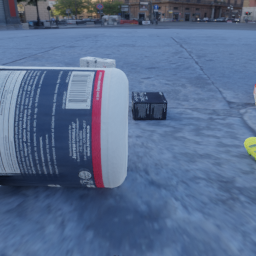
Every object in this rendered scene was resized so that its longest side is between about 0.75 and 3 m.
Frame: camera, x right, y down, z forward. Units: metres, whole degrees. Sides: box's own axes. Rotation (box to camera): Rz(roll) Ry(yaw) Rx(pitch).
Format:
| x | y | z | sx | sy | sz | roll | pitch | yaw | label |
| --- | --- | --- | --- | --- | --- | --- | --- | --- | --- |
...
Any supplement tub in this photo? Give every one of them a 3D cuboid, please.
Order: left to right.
| x | y | z | sx | sy | sz | roll | pitch | yaw | label |
| --- | --- | --- | --- | --- | --- | --- | --- | --- | --- |
| -1.491 | -0.025 | 4.964 | 2.986 | 2.095 | 2.095 | 1 | 23 | 1 | supplement tub |

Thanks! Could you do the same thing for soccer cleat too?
| x | y | z | sx | sy | sz | roll | pitch | yaw | label |
| --- | --- | --- | --- | --- | --- | --- | --- | --- | --- |
| 3.119 | 0.500 | 5.364 | 0.642 | 0.831 | 1.987 | -10 | 25 | -22 | soccer cleat |

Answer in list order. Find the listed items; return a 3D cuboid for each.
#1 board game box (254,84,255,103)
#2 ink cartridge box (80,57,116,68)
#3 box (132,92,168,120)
| x | y | z | sx | sy | sz | roll | pitch | yaw | label |
| --- | --- | --- | --- | --- | --- | --- | --- | --- | --- |
| 5.042 | -1.056 | 9.532 | 1.312 | 0.401 | 1.731 | 8 | 24 | 18 | board game box |
| -1.120 | -2.353 | 11.745 | 1.805 | 1.047 | 0.612 | 14 | 27 | 28 | ink cartridge box |
| 0.617 | -0.685 | 8.461 | 0.992 | 0.567 | 1.089 | 0 | 23 | -1 | box |
